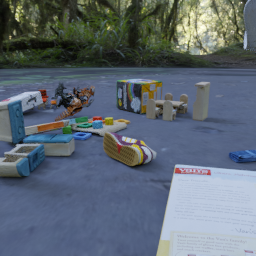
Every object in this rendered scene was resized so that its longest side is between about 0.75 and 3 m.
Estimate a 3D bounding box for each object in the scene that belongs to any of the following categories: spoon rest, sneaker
[{"bbox_3d":[2.934,-2.165,5.909,1.187,0.724,2.390,18,0,11],"label":"spoon rest"},{"bbox_3d":[-0.004,0.505,6.857,0.706,0.588,1.568,-1,19,-37],"label":"sneaker"}]

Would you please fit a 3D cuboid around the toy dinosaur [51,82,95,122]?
[{"bbox_3d":[-2.126,-1.051,10.771,1.371,1.032,2.020,26,37,18],"label":"toy dinosaur"}]

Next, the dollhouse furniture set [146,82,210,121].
[{"bbox_3d":[2.058,-1.142,11.198,2.139,1.392,1.965,9,17,28],"label":"dollhouse furniture set"}]

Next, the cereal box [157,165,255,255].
[{"bbox_3d":[1.498,1.309,3.700,2.009,0.552,2.792,4,16,14],"label":"cereal box"}]

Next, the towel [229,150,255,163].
[{"bbox_3d":[2.893,0.664,6.790,0.796,0.193,0.444,-4,15,-12],"label":"towel"}]

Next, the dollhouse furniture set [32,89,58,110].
[{"bbox_3d":[-4.087,-1.371,13.271,1.452,0.748,1.437,-4,16,-13],"label":"dollhouse furniture set"}]

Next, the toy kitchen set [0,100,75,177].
[{"bbox_3d":[-2.073,0.062,6.300,1.184,1.611,2.010,0,15,4],"label":"toy kitchen set"}]

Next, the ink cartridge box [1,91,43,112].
[{"bbox_3d":[-4.419,-1.090,11.767,0.977,0.552,1.331,1,23,29],"label":"ink cartridge box"}]

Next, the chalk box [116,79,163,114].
[{"bbox_3d":[0.334,-1.505,12.655,1.321,1.330,2.131,-13,21,-39],"label":"chalk box"}]

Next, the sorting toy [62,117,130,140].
[{"bbox_3d":[-1.014,-0.148,9.473,1.516,0.367,2.692,11,18,34],"label":"sorting toy"}]

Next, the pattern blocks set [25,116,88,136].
[{"bbox_3d":[-2.637,0.045,8.027,2.960,0.240,2.602,-12,5,-25],"label":"pattern blocks set"}]
